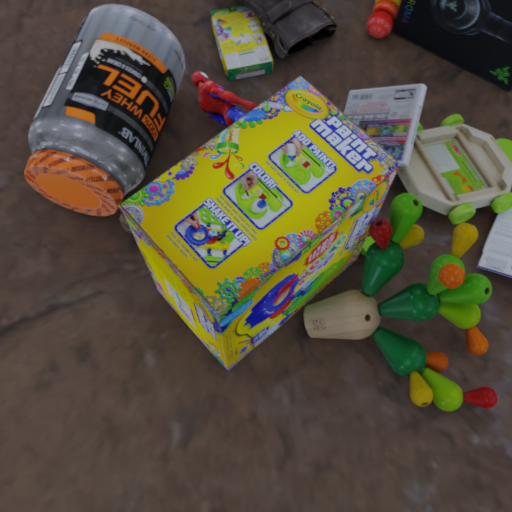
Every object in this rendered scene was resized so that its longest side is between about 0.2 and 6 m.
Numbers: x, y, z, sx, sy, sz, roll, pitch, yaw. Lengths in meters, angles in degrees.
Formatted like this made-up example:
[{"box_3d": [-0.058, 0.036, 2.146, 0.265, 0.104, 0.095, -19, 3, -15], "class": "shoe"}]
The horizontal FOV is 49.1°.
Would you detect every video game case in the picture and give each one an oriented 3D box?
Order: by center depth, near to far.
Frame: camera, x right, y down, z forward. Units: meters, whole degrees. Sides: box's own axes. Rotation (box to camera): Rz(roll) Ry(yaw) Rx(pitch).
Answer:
[{"box_3d": [1.975, -2.106, 9.131, 1.432, 0.165, 1.305, 11, 86, 45], "class": "video game case"}]

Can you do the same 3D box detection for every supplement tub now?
[{"box_3d": [-2.399, -2.273, 8.949, 1.841, 1.841, 3.005, 13, 69, 5], "class": "supplement tub"}]

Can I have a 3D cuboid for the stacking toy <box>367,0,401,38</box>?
[{"box_3d": [2.605, -4.913, 10.719, 0.753, 0.753, 1.763, 21, 76, 8], "class": "stacking toy"}]

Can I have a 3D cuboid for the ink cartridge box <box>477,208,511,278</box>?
[{"box_3d": [4.292, -0.108, 8.719, 1.328, 0.270, 1.330, 21, 68, 26], "class": "ink cartridge box"}]

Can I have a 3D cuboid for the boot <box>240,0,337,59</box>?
[{"box_3d": [0.663, -5.009, 10.701, 2.319, 0.922, 2.664, 44, 66, 5], "class": "boot"}]

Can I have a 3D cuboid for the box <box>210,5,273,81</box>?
[{"box_3d": [-0.297, -4.035, 10.484, 0.892, 0.368, 1.520, -12, 70, -5], "class": "box"}]

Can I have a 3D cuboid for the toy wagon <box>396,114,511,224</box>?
[{"box_3d": [3.512, -1.492, 9.229, 2.415, 0.478, 1.873, -13, 63, -17], "class": "toy wagon"}]

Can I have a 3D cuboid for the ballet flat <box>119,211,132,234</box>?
[{"box_3d": [-1.091, -0.922, 8.954, 2.242, 0.755, 0.520, -25, 43, -14], "class": "ballet flat"}]

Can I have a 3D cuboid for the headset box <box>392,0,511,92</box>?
[{"box_3d": [4.037, -4.462, 9.583, 2.704, 2.354, 1.254, 33, 70, 12], "class": "headset box"}]

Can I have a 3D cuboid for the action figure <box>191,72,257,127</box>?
[{"box_3d": [-0.297, -2.270, 9.419, 0.605, 0.766, 2.340, -40, 80, -22], "class": "action figure"}]

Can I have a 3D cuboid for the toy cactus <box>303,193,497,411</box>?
[{"box_3d": [1.927, 0.823, 7.750, 2.574, 1.595, 3.120, -13, 107, 22], "class": "toy cactus"}]

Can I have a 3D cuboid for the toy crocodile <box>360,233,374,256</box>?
[{"box_3d": [1.640, -0.346, 8.971, 0.423, 0.387, 1.252, -37, 68, -13], "class": "toy crocodile"}]

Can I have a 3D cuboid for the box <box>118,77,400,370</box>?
[{"box_3d": [0.052, -0.268, 7.536, 2.772, 2.878, 1.756, -39, 73, -15], "class": "box"}]
